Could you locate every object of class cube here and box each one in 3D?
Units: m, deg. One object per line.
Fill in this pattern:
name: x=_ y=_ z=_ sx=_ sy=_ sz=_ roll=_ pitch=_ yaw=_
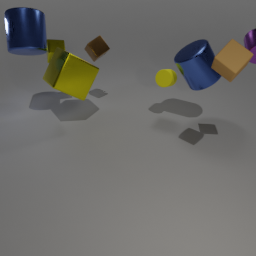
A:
cube: x=2.773 y=-1.793 z=7.516 sx=0.700 sy=0.700 sz=0.700 roll=43 pitch=88 yaw=14
cube: x=-3.028 y=-3.205 z=11.743 sx=0.700 sy=0.700 sz=0.700 roll=-4 pitch=68 yaw=-21
cube: x=-1.320 y=-3.370 z=11.917 sx=0.700 sy=0.700 sz=0.700 roll=-41 pitch=11 yaw=-18
cube: x=-2.227 y=-2.096 z=10.861 sx=1.400 sy=1.400 sz=1.400 roll=21 pitch=10 yaw=-38

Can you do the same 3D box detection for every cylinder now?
cylinder: x=2.691 y=-2.398 z=10.718 sx=1.400 sy=1.400 sz=1.400 roll=-29 pitch=28 yaw=18
cylinder: x=-3.721 y=-3.487 z=10.279 sx=1.400 sy=1.400 sz=1.400 roll=-3 pitch=5 yaw=0
cylinder: x=1.538 y=-1.999 z=11.228 sx=0.700 sy=0.700 sz=0.700 roll=15 pitch=18 yaw=24
cylinder: x=3.584 y=-2.252 z=7.691 sx=0.700 sy=0.700 sz=0.700 roll=4 pitch=56 yaw=7
